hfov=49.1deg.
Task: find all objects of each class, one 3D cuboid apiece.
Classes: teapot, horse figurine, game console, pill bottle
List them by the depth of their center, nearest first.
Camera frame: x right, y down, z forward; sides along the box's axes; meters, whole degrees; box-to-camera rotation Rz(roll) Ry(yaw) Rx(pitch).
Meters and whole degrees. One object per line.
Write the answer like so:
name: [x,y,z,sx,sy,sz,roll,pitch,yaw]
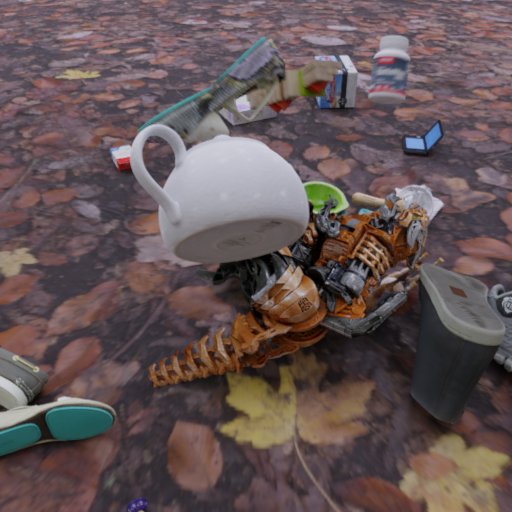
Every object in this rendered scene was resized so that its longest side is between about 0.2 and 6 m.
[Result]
teapot: [-0.374,-0.859,7.193,2.037,2.063,1.507,-10,75,-2]
pill bottle: [2.097,-2.902,8.764,0.561,0.939,0.561,6,4,0]
horse figurine: [2.645,0.506,10.413,0.530,1.408,2.125,52,39,6]
game console: [4.663,-3.353,15.745,0.981,0.675,1.138,6,37,7]

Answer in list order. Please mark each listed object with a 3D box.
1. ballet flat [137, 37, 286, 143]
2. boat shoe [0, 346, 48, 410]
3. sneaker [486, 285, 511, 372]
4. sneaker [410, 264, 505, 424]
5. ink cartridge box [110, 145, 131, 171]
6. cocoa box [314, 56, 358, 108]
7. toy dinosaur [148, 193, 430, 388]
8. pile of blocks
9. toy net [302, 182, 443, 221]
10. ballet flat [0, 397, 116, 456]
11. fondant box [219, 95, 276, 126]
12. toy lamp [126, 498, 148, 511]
ballet flat: [-0.569,-2.462,9.167,2.848,1.024,1.024,-41,50,-15]
boat shoe: [-4.381,1.708,9.085,2.252,0.805,0.673,25,44,20]
sneaker: [4.631,1.330,8.817,0.975,1.501,2.599,-6,33,-41]
sneaker: [3.039,1.267,9.270,1.188,1.687,3.176,18,19,8]
ink cartridge box: [-3.520,-2.600,15.051,0.550,0.318,0.947,-16,40,-20]
cocoa box: [2.554,-5.736,18.422,1.165,1.184,1.775,-2,38,-2]
toy dinosaur: [0.441,0.328,9.507,5.121,2.616,3.476,-22,49,-28]
pile of blocks: [0.855,-3.812,13.117,2.567,0.798,1.054,-5,0,40]
toy net: [2.774,-0.966,12.446,3.852,0.744,2.021,-12,46,-20]
ballet flat: [-3.105,2.412,8.301,2.007,0.697,0.697,-9,38,-11]
fondant box: [-0.274,-4.637,17.607,1.532,0.446,1.105,-18,41,-21]
toy lamp: [-1.342,3.588,6.989,0.325,0.325,1.118,-17,41,-21]
